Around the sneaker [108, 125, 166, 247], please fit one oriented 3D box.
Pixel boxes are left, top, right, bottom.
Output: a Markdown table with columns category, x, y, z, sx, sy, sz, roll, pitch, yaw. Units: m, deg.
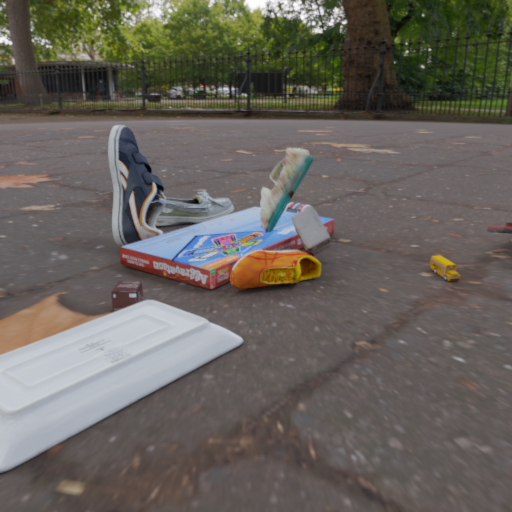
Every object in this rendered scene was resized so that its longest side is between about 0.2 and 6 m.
| category | x | y | z | sx | sy | sz | roll | pitch | yaw |
| --- | --- | --- | --- | --- | --- | --- | --- | --- | --- |
| sneaker | -2.445 | -1.504 | 11.755 | 1.032 | 2.600 | 1.020 | -6 | -7 | 10 |

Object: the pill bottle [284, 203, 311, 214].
| category | x | y | z | sx | sy | sz | roll | pitch | yaw |
| --- | --- | --- | --- | --- | --- | --- | --- | --- | --- |
| pill bottle | 0.981 | -1.065 | 13.758 | 0.475 | 0.475 | 0.795 | -16 | 23 | -41 |

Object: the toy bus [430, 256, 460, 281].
| category | x | y | z | sx | sy | sz | roll | pitch | yaw |
| --- | --- | --- | --- | --- | --- | --- | --- | --- | --- |
| toy bus | 3.366 | 0.224 | 9.983 | 0.225 | 0.270 | 0.690 | -3 | 18 | -10 |

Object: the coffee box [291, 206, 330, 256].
| category | x | y | z | sx | sy | sz | roll | pitch | yaw |
| --- | --- | --- | --- | --- | --- | --- | --- | --- | --- |
| coffee box | 1.027 | -0.420 | 10.401 | 0.466 | 0.660 | 1.167 | -28 | -11 | 3 |

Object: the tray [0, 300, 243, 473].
| category | x | y | z | sx | sy | sz | roll | pitch | yaw |
| --- | --- | --- | --- | --- | --- | --- | --- | --- | --- |
| tray | -1.917 | 1.218 | 6.661 | 1.846 | 0.381 | 3.439 | 15 | 23 | 36 |

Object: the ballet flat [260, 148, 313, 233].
| category | x | y | z | sx | sy | sz | roll | pitch | yaw |
| --- | --- | --- | --- | --- | --- | --- | --- | --- | --- |
| ballet flat | 0.452 | -1.298 | 10.786 | 0.576 | 1.801 | 0.681 | 28 | -9 | 17 |

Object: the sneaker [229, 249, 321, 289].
| category | x | y | z | sx | sy | sz | roll | pitch | yaw |
| --- | --- | --- | --- | --- | --- | --- | --- | --- | --- |
| sneaker | 0.356 | 0.212 | 9.423 | 1.755 | 0.640 | 0.677 | -12 | 23 | -33 |

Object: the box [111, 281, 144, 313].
| category | x | y | z | sx | sy | sz | roll | pitch | yaw |
| --- | --- | --- | --- | --- | --- | --- | --- | --- | --- |
| box | -1.944 | 0.635 | 8.486 | 0.385 | 0.382 | 0.465 | 0 | 17 | 1 |

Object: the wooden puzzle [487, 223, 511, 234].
| category | x | y | z | sx | sy | sz | roll | pitch | yaw |
| --- | --- | --- | --- | --- | --- | --- | --- | --- | --- |
| wooden puzzle | 6.201 | -0.540 | 11.292 | 3.224 | 0.226 | 1.912 | 0 | 3 | -45 |

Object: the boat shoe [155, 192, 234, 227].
| category | x | y | z | sx | sy | sz | roll | pitch | yaw |
| --- | --- | --- | --- | --- | --- | --- | --- | --- | --- |
| boat shoe | -1.674 | -1.229 | 13.767 | 2.391 | 0.767 | 0.881 | -7 | 19 | -22 |

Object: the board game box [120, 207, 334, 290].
| category | x | y | z | sx | sy | sz | roll | pitch | yaw |
| --- | --- | --- | --- | --- | --- | --- | --- | --- | --- |
| board game box | -0.383 | -0.318 | 11.447 | 2.218 | 0.419 | 4.309 | 11 | 20 | 34 |
